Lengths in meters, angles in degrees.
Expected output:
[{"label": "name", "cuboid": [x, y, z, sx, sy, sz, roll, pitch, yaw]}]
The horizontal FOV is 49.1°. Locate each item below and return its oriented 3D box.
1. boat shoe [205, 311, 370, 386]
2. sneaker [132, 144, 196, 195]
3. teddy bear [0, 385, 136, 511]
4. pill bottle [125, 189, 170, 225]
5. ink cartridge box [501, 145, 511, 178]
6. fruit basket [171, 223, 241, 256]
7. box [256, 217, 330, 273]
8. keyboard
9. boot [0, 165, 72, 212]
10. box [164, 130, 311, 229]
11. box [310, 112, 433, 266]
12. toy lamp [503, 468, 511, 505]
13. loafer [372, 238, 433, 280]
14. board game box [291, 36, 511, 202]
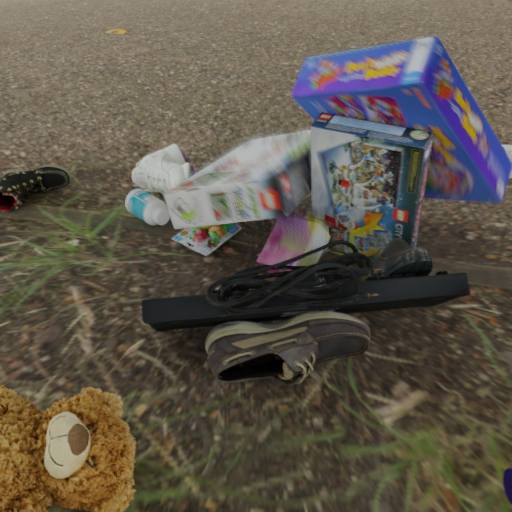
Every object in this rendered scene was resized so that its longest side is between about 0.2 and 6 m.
[{"label": "boat shoe", "cuboid": [0.493, 1.500, 8.371, 2.500, 0.931, 0.916, -7, 45, 2]}, {"label": "sneaker", "cuboid": [-2.087, -1.693, 13.013, 1.409, 1.059, 2.828, -19, 31, -11]}, {"label": "teddy bear", "cuboid": [-3.195, 2.488, 6.559, 3.438, 1.148, 2.493, 2, 36, 3]}, {"label": "pill bottle", "cuboid": [-2.322, -1.023, 12.117, 0.577, 0.577, 1.042, -28, 44, -35]}, {"label": "ink cartridge box", "cuboid": [6.126, -2.377, 14.049, 1.037, 0.761, 0.430, 3, 35, 3]}, {"label": "fruit basket", "cuboid": [-1.023, -0.501, 11.521, 1.020, 0.516, 1.101, 26, 45, 32]}, {"label": "box", "cuboid": [0.669, -0.125, 10.105, 0.894, 0.491, 1.016, 18, 73, 40]}, {"label": "keyboard", "cuboid": [0.794, 0.412, 8.524, 4.951, 2.577, 0.981, -5, 79, -8]}, {"label": "boot", "cuboid": [-5.297, -1.564, 12.952, 1.755, 0.642, 1.321, 1, 33, 8]}, {"label": "box", "cuboid": [0.163, -1.719, 11.452, 2.300, 0.726, 4.179, -4, 22, 25]}, {"label": "box", "cuboid": [2.005, -1.068, 10.219, 1.966, 2.878, 0.542, 16, 48, 22]}, {"label": "toy lamp", "cuboid": [3.982, 2.721, 6.753, 1.841, 0.536, 0.536, -4, 34, -6]}, {"label": "loafer", "cuboid": [2.333, 0.078, 9.334, 0.776, 2.132, 0.771, -3, 79, -5]}, {"label": "board game box", "cuboid": [2.757, -2.262, 10.235, 2.526, 3.757, 0.841, 10, 74, 44]}]
